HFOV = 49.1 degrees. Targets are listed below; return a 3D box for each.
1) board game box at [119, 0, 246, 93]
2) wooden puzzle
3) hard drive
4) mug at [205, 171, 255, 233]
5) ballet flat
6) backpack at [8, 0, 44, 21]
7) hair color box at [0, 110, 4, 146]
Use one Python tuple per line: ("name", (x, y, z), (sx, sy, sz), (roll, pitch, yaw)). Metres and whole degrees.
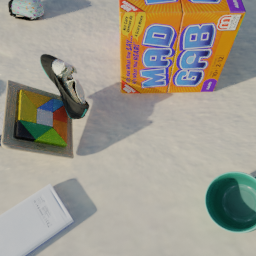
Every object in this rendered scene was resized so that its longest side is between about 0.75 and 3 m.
("board game box", (1.179, -3.003, 8.079), (2.856, 2.858, 2.856), (-1, 58, -1))
("wooden puzzle", (-2.195, -0.239, 7.154), (1.828, 0.368, 1.977), (15, 53, -38))
("hard drive", (-2.254, 2.191, 6.441), (1.671, 0.212, 1.102), (-32, 64, -18))
("mug", (2.567, 1.616, 6.145), (1.549, 0.958, 1.273), (-14, 67, 26))
("ballet flat", (-1.619, -1.255, 7.556), (0.722, 0.726, 2.122), (-22, 80, -53))
("backpack", (-3.677, -4.438, 10.236), (1.149, 0.727, 0.959), (17, 58, 9))
("hair color box", (-3.289, -0.145, 7.767), (0.674, 0.408, 1.348), (39, 66, 21))
